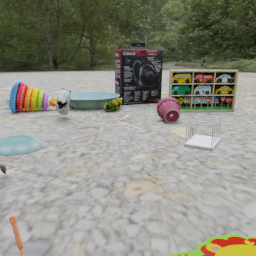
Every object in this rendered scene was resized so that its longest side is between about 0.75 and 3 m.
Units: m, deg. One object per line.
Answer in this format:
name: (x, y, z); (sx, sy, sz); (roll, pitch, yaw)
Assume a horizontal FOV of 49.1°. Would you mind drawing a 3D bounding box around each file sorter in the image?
file sorter: (1.909, 0.093, 7.066); (0.695, 0.624, 1.002); (7, 16, 28)

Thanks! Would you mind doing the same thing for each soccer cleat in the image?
soccer cleat: (-2.286, -0.751, 9.576); (0.514, 0.636, 1.472); (20, -32, -6)

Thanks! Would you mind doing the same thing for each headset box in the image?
headset box: (0.488, -2.572, 13.186); (2.076, 2.790, 1.078); (-6, 16, -18)

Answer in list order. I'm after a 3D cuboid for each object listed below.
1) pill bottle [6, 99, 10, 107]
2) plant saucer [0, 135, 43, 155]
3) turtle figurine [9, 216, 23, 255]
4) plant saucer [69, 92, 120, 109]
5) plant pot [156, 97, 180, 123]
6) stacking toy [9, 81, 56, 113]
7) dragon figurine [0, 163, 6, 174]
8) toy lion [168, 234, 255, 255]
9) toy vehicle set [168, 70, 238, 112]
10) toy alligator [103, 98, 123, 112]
pill bottle: (-4.790, -1.149, 12.233); (0.504, 0.504, 0.923); (11, 18, 38)
plant saucer: (-2.690, 0.365, 6.798); (1.197, 0.230, 1.197); (0, 15, 0)
turtle figurine: (-2.045, 1.160, 2.801); (1.706, 0.549, 1.375); (32, 34, 19)
plant saucer: (-1.704, -1.227, 12.530); (2.693, 0.518, 2.693); (-1, 15, 0)
plant pot: (1.407, -0.542, 9.460); (0.805, 0.805, 0.721); (-1, 30, -5)
stacking toy: (-3.596, -1.139, 11.417); (2.139, 1.241, 1.174); (9, 11, -13)
dragon figurine: (-2.922, 0.804, 3.887); (1.325, 0.784, 2.665); (3, 16, 9)
toy lion: (0.950, 1.371, 2.431); (1.551, 0.533, 1.487); (1, 7, 6)
toy vehicle set: (2.957, -1.481, 11.198); (2.659, 1.652, 0.352); (-1, 14, -1)
toy alligator: (-0.489, -0.965, 11.671); (0.575, 0.417, 1.735); (-29, 2, 25)
